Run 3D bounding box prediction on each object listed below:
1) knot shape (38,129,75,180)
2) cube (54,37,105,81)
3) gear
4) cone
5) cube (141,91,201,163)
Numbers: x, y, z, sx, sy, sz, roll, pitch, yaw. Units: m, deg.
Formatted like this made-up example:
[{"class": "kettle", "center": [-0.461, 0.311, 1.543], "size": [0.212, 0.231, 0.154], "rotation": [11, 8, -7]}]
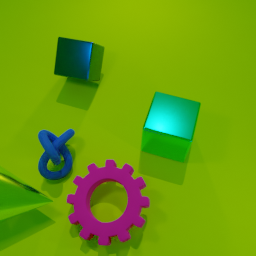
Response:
[{"class": "knot shape", "center": [-1.910, 0.563, 7.679], "size": [0.693, 1.501, 1.404], "rotation": [6, 37, 14]}, {"class": "cube", "center": [-1.552, -2.198, 9.066], "size": [1.166, 1.166, 1.166], "rotation": [12, 102, 11]}, {"class": "gear", "center": [-0.498, 1.836, 7.042], "size": [2.037, 0.377, 2.037], "rotation": [-4, 67, 9]}, {"class": "cone", "center": [-2.647, 1.711, 6.836], "size": [1.656, 1.650, 1.650], "rotation": [6, 59, -3]}, {"class": "cube", "center": [1.184, -0.015, 7.963], "size": [1.317, 1.317, 1.317], "rotation": [15, 60, 9]}]
